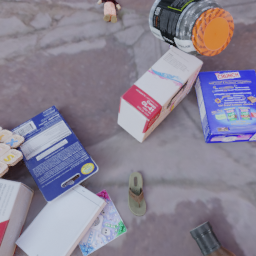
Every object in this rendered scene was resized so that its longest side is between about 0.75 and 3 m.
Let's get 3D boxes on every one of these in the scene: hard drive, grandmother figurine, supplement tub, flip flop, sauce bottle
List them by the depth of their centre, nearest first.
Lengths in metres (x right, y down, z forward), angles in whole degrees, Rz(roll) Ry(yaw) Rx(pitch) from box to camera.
[{"bbox_3d":[1.409,-2.403,6.476,1.198,1.198,1.955,-24,38,-11],"label":"supplement tub"},{"bbox_3d":[2.407,3.611,6.571,0.904,0.904,2.795,-26,69,-11],"label":"sauce bottle"},{"bbox_3d":[-1.700,2.435,7.198,1.367,0.277,2.073,24,63,29],"label":"hard drive"},{"bbox_3d":[0.245,1.791,7.716,0.500,0.355,1.234,-1,65,0],"label":"flip flop"},{"bbox_3d":[-0.730,-4.704,10.705,0.891,0.445,1.469,12,59,-25],"label":"grandmother figurine"}]

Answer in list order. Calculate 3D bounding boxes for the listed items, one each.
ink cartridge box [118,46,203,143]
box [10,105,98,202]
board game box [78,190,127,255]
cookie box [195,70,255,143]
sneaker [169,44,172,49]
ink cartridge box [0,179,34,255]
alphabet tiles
[{"bbox_3d":[0.884,-0.972,8.178,1.050,1.810,2.452,41,71,13],"label":"ink cartridge box"},{"bbox_3d":[-2.150,0.701,8.044,1.622,0.434,2.677,-32,61,-14],"label":"box"},{"bbox_3d":[-0.880,2.492,7.498,1.287,0.166,1.287,-27,68,-12],"label":"board game box"},{"bbox_3d":[3.157,-0.682,8.603,1.833,0.805,2.143,-3,65,-1],"label":"cookie box"},{"bbox_3d":[1.674,-2.829,9.905,0.468,0.352,0.940,12,71,-8],"label":"sneaker"},{"bbox_3d":[-4.137,2.216,7.085,2.737,1.133,1.995,9,66,4],"label":"ink cartridge box"},{"bbox_3d":[-3.934,0.632,7.472,2.111,0.154,2.065,21,42,18],"label":"alphabet tiles"}]
